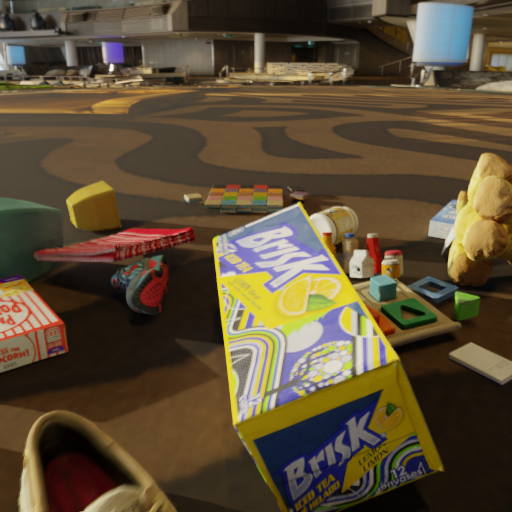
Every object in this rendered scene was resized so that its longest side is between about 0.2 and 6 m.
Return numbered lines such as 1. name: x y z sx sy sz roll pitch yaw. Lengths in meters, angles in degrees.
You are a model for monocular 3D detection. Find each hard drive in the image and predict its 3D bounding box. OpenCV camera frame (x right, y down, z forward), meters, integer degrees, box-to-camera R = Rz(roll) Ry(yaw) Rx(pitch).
1. hard drive: 3.005 1.405 7.338 0.508 0.098 0.770 -15 26 -33

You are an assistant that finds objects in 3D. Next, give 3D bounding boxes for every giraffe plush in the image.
1. giraffe plush: 4.608 -0.321 9.777 2.096 2.230 2.585 15 -12 10

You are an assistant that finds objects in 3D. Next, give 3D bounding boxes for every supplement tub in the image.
1. supplement tub: 1.569 -0.601 11.541 0.734 0.734 1.015 18 27 37

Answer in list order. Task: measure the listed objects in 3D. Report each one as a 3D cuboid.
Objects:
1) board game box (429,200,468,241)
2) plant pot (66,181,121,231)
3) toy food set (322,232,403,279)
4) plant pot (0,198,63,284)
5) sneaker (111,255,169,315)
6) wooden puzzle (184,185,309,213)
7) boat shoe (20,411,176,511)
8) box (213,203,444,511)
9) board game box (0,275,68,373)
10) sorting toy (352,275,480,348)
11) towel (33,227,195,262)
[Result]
1. board game box: 4.987 -0.706 12.240 1.889 0.410 1.880 13 26 29
2. plant pot: -3.677 -1.052 12.522 0.947 0.926 0.919 -17 27 -25
3. toy food set: 1.868 -0.048 9.633 0.801 0.755 1.679 -5 4 -34
4. plant pot: -4.494 -0.262 9.738 1.508 1.507 2.133 15 20 28
5. sneaker: -1.919 0.516 8.989 0.858 0.713 1.797 -7 12 1
6. wooden puzzle: -0.241 -1.485 14.471 3.207 0.225 1.902 1 22 2
7. boat shoe: -1.069 2.182 4.159 1.095 0.982 2.959 -19 28 -39
8. box: 0.475 0.802 6.535 1.494 1.371 4.264 -23 22 3
9. board game box: -3.786 0.980 7.879 1.569 0.480 2.071 -16 26 -34
10. sorting toy: 1.748 0.742 8.329 3.368 0.459 1.897 -11 24 -19
11. towel: -2.472 -0.223 10.218 1.800 0.280 2.489 0 10 27
